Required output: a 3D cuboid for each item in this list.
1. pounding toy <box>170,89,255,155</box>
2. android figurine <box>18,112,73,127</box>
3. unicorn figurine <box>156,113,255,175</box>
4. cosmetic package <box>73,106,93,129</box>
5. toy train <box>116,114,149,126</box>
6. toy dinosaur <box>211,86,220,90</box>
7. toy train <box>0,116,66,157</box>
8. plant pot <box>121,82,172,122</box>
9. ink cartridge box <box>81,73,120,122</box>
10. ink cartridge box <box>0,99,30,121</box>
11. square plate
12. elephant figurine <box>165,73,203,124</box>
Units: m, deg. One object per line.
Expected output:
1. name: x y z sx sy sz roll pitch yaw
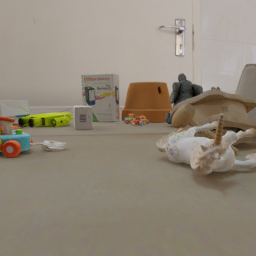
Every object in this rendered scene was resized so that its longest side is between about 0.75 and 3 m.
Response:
1. pounding toy: 2.008 0.128 6.834 2.761 1.584 1.579 7 -26 -27
2. android figurine: -3.600 -0.380 12.705 2.210 0.499 2.428 3 9 34
3. unicorn figurine: 1.356 0.327 4.689 1.700 0.914 2.476 -12 -4 -29
4. cosmetic package: -1.878 -0.459 11.511 0.721 0.914 1.699 -2 7 -11
5. toy train: 0.272 -0.411 13.229 1.253 0.464 1.668 -5 8 -44
6. toy dinosaur: 2.725 -0.507 10.549 1.422 2.098 0.900 3 43 -25
7. toy train: -2.994 0.061 6.794 2.952 0.821 2.217 4 7 38
8. plant pot: 1.091 -1.433 15.369 2.968 2.078 2.968 0 5 0
9. ink cartridge box: -1.432 -1.601 14.831 1.810 2.491 1.090 2 6 15
10. ink cartridge box: -5.618 -0.702 12.970 1.299 0.748 2.243 -11 -2 -43
11. square plate: 4.083 -0.766 7.972 2.565 2.589 0.368 -2 45 -6
12. elephant figurine: 2.407 -1.347 12.046 1.717 2.426 1.882 2 0 -39
